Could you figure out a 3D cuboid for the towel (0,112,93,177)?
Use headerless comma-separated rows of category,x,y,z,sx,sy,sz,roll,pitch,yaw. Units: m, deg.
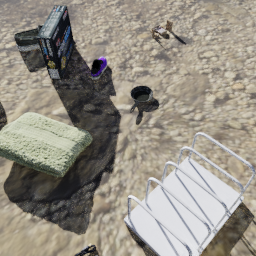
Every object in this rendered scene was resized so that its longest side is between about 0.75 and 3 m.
towel,-2.629,0.392,8.483,2.654,0.484,1.969,19,43,15

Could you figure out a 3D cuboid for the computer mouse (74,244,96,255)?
computer mouse,-0.773,3.225,6.533,0.561,0.225,1.023,-29,50,-27

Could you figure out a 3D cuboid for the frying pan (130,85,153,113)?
frying pan,0.495,-1.005,10.018,0.843,0.227,1.394,0,52,1

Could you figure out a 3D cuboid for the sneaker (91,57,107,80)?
sneaker,-1.134,-2.508,10.989,0.431,0.617,1.240,8,52,12

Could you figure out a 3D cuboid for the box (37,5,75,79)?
box,-2.709,-3.335,10.874,0.536,1.851,2.328,3,50,5

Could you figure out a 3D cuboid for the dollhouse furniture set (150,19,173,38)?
dollhouse furniture set,1.464,-4.593,12.818,1.078,0.477,0.559,-31,57,-23

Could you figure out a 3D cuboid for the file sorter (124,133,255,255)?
file sorter,1.518,1.690,6.841,1.891,1.697,2.725,38,59,26

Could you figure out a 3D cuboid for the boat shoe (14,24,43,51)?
boat shoe,-3.663,-4.017,12.146,2.409,0.767,0.852,-23,54,-18
